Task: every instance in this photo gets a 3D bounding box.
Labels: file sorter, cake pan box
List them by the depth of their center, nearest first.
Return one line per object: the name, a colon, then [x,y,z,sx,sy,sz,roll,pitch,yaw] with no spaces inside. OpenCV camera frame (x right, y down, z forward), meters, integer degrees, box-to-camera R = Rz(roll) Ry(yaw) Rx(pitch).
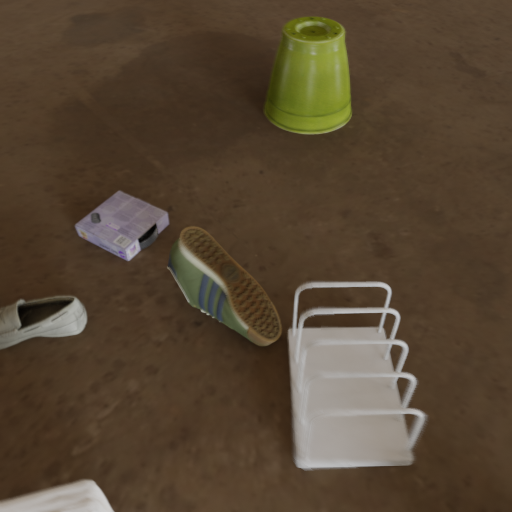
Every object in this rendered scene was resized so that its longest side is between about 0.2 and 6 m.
file sorter: [1.360,1.647,8.189,1.610,1.445,2.320,-1,45,-1]
cake pan box: [-2.631,-0.626,11.172,1.405,0.367,1.294,23,52,21]

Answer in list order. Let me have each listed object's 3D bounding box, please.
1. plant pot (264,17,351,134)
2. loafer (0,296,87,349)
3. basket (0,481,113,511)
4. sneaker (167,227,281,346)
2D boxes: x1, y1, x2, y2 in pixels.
plant pot: [1.325,-4.524,13.728,2.246,2.163,2.246,0,46,0]
loafer: [-3.921,1.040,9.261,2.122,0.740,0.742,-10,46,-10]
basket: [-2.740,3.704,6.035,2.436,1.651,1.503,-11,49,-11]
sneaker: [-0.633,0.659,9.593,2.372,1.065,0.795,49,46,2]
